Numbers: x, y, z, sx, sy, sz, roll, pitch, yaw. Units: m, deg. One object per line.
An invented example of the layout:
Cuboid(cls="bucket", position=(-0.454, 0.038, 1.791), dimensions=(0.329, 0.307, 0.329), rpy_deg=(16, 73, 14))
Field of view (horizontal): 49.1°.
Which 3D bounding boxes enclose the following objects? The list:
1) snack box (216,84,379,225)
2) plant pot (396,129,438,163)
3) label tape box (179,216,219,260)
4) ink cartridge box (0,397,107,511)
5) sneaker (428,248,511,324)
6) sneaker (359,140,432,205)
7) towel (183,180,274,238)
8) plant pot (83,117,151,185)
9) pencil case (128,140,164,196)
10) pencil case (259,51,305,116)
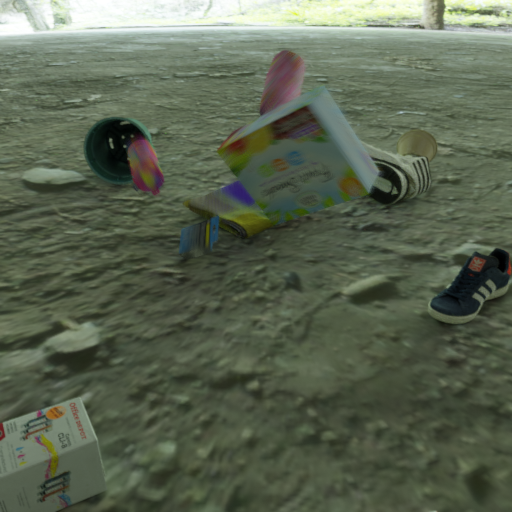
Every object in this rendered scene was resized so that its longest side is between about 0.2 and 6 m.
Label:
Cuboid(cls="snack box", position=(0.824, -1.931, 11.413), dimensions=(2.562, 2.161, 0.867), rpy_deg=(-15, 33, 43))
Cuboid(cls="plant pot", position=(4.359, -2.749, 15.439), dimensions=(1.133, 1.133, 1.037), rpy_deg=(10, 41, 18))
Cuboid(cls="label tape box", position=(-1.068, -0.353, 11.127), dimensions=(0.904, 0.286, 0.652), rpy_deg=(-17, 49, 22))
Cuboid(cls="ink cartridge box", position=(-2.361, 2.291, 6.272), dimensions=(1.139, 0.824, 0.827), rpy_deg=(-15, 32, -25))
Cuboid(cls="sneaker", position=(3.693, 0.433, 9.638), dimensions=(2.077, 0.878, 0.779), rpy_deg=(-25, 37, -37))
Cuboid(cls="sneaker", position=(3.219, -2.327, 14.719), dimensions=(1.876, 1.230, 3.261), rpy_deg=(-8, 36, -32))
Cuboid(cls="towel", position=(-0.117, -1.262, 13.222), dimensions=(1.992, 0.316, 2.773), rpy_deg=(28, 38, 33))
Cuboid(cls="plant pot", position=(-3.623, -3.006, 15.288), dimensions=(1.766, 1.766, 1.730), rpy_deg=(-2, 21, -3))
Cuboid(cls="pencil case", position=(-1.973, -1.590, 9.943), dimensions=(0.577, 0.577, 1.305), rpy_deg=(-7, 35, -12))
Cuboid(cls="pencil case", position=(0.582, -3.608, 12.072), dimensions=(0.823, 0.823, 1.883), rpy_deg=(4, 51, 8))
